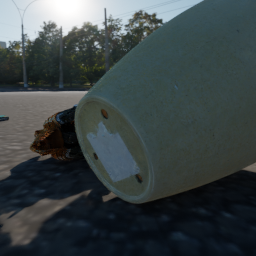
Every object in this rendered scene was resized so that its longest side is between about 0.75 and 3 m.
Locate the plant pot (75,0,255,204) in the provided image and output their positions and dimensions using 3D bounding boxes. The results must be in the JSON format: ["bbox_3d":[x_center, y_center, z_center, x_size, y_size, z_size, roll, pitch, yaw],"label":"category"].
[{"bbox_3d":[0.831,-0.294,3.897,2.878,2.696,2.696,-30,26,-34],"label":"plant pot"}]

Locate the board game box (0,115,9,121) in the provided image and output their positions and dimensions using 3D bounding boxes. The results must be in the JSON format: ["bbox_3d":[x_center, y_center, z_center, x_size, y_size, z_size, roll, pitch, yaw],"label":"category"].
[{"bbox_3d":[-5.159,-0.362,10.646,1.030,0.145,0.697,-8,12,-40],"label":"board game box"}]

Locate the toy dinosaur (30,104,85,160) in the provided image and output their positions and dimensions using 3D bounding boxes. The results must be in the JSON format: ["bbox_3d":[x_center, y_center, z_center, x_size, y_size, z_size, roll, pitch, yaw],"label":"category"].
[{"bbox_3d":[-0.872,0.151,5.172,1.949,1.467,2.872,-13,25,12],"label":"toy dinosaur"}]
